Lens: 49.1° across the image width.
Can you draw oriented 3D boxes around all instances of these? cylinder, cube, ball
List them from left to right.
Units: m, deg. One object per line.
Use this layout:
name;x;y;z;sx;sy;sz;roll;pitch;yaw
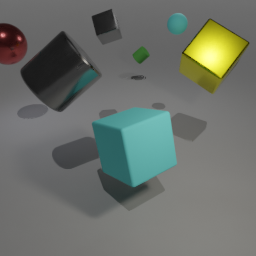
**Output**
ball;-4.253;-2.926;9.798;1.400;1.400;1.400;0;30;0
cylinder;-1.593;-1.345;6.804;1.400;1.400;1.400;-40;32;7
cube;-0.655;-3.181;8.861;0.700;0.700;0.700;-16;-10;9
cube;0.155;0.381;6.903;1.400;1.400;1.400;-21;19;-31
cylinder;0.728;-4.055;15.575;0.700;0.700;0.700;-36;17;26
ball;1.708;-3.601;9.699;0.700;0.700;0.700;0;30;0
cube;2.581;-2.160;8.675;1.400;1.400;1.400;37;85;12
